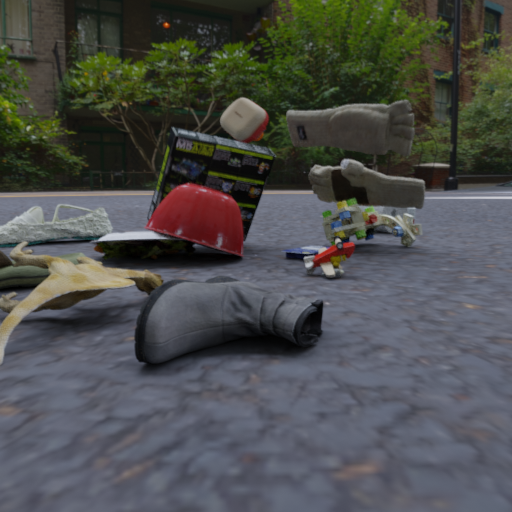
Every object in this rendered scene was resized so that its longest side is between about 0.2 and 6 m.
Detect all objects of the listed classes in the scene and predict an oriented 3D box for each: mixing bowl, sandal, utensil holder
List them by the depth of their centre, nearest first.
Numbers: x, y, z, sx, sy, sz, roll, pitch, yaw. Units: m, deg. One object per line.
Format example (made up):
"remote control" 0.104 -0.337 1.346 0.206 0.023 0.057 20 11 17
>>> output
"sandal" -3.850 0.050 7.747 1.207 0.868 3.041 8 12 44
"mixing bowl" -1.033 -0.732 10.564 1.939 1.050 1.939 16 -2 1
"utensil holder" 3.308 -1.219 15.426 1.141 1.141 1.343 -6 12 -36

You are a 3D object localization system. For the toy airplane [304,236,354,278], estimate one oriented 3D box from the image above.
"toy airplane" 1.148 0.106 8.926 0.780 0.553 0.783 -6 37 51

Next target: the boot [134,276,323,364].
"boot" -0.130 0.579 5.170 1.257 0.666 1.909 10 16 24

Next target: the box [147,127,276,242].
"box" -0.966 -1.436 11.866 2.238 2.161 0.532 7 27 -24

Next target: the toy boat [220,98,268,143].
"toy boat" -0.169 -2.903 12.501 0.881 0.879 1.347 40 6 -45

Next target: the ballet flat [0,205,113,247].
"ballet flat" -4.757 -0.741 13.033 2.765 0.992 0.992 -6 10 -30

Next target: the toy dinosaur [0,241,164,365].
"toy dinosaur" -2.129 0.318 6.195 1.443 0.830 2.853 5 10 23

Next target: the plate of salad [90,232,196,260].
"plate of salad" -2.052 -0.167 10.546 2.074 0.498 2.074 -1 -2 0

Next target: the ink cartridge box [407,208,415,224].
"ink cartridge box" 4.082 -1.064 16.004 0.883 0.644 0.366 2 10 19

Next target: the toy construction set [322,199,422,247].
"toy construction set" 2.408 -0.699 12.195 2.272 1.047 1.490 4 -18 -23

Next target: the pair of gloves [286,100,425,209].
"pair of gloves" 2.095 -1.964 11.356 2.476 0.510 2.912 4 -32 27

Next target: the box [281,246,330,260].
"box" 1.034 -0.052 10.792 0.649 0.174 1.071 7 9 40
